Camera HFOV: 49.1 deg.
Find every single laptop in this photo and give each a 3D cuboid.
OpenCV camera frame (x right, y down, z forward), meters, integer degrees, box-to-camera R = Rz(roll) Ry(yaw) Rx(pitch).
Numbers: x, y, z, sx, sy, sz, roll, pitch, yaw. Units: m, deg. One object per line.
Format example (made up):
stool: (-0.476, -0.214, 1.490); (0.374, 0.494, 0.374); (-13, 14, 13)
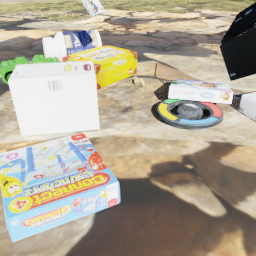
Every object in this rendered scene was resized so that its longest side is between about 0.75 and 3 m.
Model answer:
laptop: (3.314, -2.391, 7.450); (0.952, 1.844, 1.634); (34, -9, -12)

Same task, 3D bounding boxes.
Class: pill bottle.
pill bottle: (-3.070, -4.468, 15.438); (2.983, 1.655, 1.655); (-11, 32, -18)

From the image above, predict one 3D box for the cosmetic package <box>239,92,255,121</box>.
cosmetic package: (5.263, -0.895, 10.311); (2.034, 0.753, 1.034); (-12, 32, -21)

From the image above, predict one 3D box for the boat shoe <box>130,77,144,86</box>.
boat shoe: (0.431, -2.089, 12.774); (0.310, 0.342, 0.960); (-21, 28, -19)

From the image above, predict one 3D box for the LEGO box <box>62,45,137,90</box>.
LEGO box: (-1.291, -2.995, 13.459); (2.189, 1.134, 2.939); (23, 38, 34)

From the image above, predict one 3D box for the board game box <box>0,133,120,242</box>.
board game box: (-1.774, 1.211, 6.782); (2.420, 0.676, 2.369); (-15, 33, -23)

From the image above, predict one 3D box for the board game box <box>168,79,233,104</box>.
board game box: (2.841, -1.504, 11.137); (2.272, 0.467, 2.266); (6, 18, 11)

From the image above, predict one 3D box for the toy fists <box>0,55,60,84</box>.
toy fists: (-4.653, -2.885, 13.458); (2.882, 0.991, 1.469); (-11, 32, -16)

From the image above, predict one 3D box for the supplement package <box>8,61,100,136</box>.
supplement package: (-2.308, -1.017, 9.269); (2.542, 1.980, 1.410); (-5, 31, -8)

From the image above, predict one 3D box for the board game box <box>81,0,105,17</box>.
board game box: (-1.424, -4.805, 10.613); (0.195, 1.125, 0.710); (-23, 15, 43)

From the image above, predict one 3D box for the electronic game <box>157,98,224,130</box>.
electronic game: (2.188, -0.575, 9.952); (2.326, 0.484, 2.326); (0, 28, 0)
